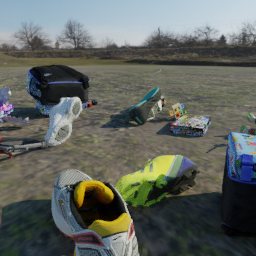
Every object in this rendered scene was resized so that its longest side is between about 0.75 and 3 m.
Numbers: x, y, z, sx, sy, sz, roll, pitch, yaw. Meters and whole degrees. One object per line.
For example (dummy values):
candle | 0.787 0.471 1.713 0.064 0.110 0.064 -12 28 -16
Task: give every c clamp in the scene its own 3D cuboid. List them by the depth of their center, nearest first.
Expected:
c clamp | -3.173 0.562 8.503 1.681 0.266 1.967 0 3 17

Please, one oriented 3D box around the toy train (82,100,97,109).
toy train | -2.147 -1.271 15.310 0.360 0.268 1.573 20 22 21

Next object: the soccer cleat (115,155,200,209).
soccer cleat | 0.559 1.074 6.133 2.378 0.769 0.995 -7 30 -40

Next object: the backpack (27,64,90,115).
backpack | -3.585 -1.910 13.806 2.637 2.118 2.882 -10 33 -36

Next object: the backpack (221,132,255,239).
backpack | 2.925 1.051 5.015 2.305 1.551 2.104 7 17 18

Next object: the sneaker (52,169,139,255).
sneaker | -0.588 1.294 4.731 1.147 1.210 2.946 -8 17 -26

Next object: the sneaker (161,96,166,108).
sneaker | 1.496 -1.359 14.586 0.919 0.856 2.317 8 17 12

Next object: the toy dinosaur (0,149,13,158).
toy dinosaur | -4.273 0.803 7.304 1.825 0.958 1.656 12 36 -1

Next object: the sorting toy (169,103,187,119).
sorting toy | 2.261 -0.746 12.497 0.168 0.696 1.237 -18 7 45

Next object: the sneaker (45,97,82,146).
sneaker | -2.390 -0.244 9.668 0.975 0.764 1.962 10 58 26

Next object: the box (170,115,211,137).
box | 2.525 -0.130 11.178 1.255 0.346 1.837 7 18 23

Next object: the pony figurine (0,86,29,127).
pony figurine | -5.197 -0.596 11.071 2.053 1.771 2.126 2 29 41

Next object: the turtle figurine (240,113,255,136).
turtle figurine | 4.558 -0.083 9.567 1.651 1.188 1.601 -4 12 -24

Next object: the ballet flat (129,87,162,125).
ballet flat | 0.910 -0.919 12.630 0.998 1.004 2.935 -25 11 37
